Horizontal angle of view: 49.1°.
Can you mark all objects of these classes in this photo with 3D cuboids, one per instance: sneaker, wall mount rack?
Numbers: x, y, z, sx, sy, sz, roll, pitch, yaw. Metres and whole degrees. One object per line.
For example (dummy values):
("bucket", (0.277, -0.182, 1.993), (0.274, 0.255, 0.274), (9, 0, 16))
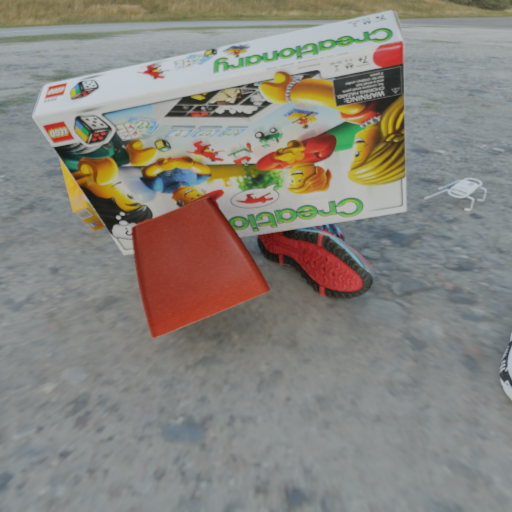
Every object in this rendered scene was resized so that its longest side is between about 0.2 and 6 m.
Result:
("sneaker", (1.235, -0.209, 10.053), (1.314, 1.091, 2.752), (-18, 34, -31))
("sneaker", (4.078, 0.794, 7.565), (1.111, 1.699, 2.956), (13, 31, 22))
("wall mount rack", (4.635, -1.460, 13.007), (1.135, 0.487, 1.306), (26, 38, 33))

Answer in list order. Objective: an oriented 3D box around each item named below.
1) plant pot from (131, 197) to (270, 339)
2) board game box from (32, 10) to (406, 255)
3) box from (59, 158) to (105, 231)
("plant pot", (-0.932, 0.023, 8.132), (1.703, 1.501, 1.702), (-21, 8, -4))
("board game box", (-0.296, -1.627, 8.752), (5.105, 3.223, 0.884), (-9, 51, 10))
("box", (-3.541, -1.456, 11.354), (0.355, 1.018, 1.710), (-23, 70, 0))
